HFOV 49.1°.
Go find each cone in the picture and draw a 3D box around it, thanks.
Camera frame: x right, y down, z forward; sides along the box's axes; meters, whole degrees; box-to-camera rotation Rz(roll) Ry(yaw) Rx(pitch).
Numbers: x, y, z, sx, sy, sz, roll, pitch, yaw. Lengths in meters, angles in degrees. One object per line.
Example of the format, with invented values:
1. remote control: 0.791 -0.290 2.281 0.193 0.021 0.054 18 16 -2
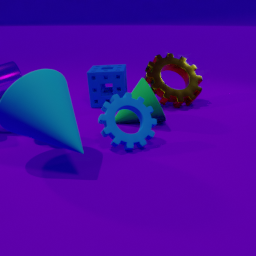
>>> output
1. cone: 0.121 -0.438 7.378 1.295 1.290 1.290 -29 24 1
2. cone: -1.267 -0.029 5.044 1.477 1.472 1.472 43 40 21

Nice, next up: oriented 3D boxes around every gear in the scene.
1. gear: 0.000 -0.146 6.073 1.247 1.247 0.231 -9 -16 -21
2. gear: 1.441 -1.536 8.903 1.864 0.345 1.864 7 62 -13

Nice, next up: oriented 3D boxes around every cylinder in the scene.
1. cylinder: -4.215 -1.635 9.549 1.031 1.031 1.031 -26 32 -26

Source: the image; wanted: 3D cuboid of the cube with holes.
1. cube with holes: -0.610 -1.357 8.908 1.095 1.095 1.095 -2 23 4

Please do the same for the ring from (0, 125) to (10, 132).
1. ring: -2.897 -0.361 7.487 1.870 0.374 1.870 0 20 0
